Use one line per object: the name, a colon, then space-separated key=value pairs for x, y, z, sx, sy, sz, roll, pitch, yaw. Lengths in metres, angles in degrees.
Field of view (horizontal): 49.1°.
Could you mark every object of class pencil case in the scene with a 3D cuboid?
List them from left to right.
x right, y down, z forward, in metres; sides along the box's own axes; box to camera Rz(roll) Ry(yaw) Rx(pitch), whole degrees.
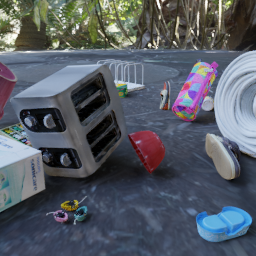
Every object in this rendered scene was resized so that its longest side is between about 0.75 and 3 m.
pencil case: x=2.703 y=-1.525 z=11.215 sx=1.124 sy=1.124 sz=2.544 roll=15 pitch=65 yaw=35

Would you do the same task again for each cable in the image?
cable: x=3.803 y=-0.632 z=7.817 sx=1.031 sy=2.977 sz=2.976 roll=-5 pitch=14 yaw=-30

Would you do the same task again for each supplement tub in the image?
supplement tub: x=3.638 y=-1.130 z=12.768 sx=0.550 sy=0.550 sz=0.757 roll=6 pitch=21 yaw=15

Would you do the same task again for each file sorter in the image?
file sorter: x=-0.485 y=-3.251 z=17.142 sx=2.562 sy=1.595 sz=1.778 roll=18 pitch=27 yaw=40

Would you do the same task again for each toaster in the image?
toaster: x=-1.274 y=-0.270 z=7.128 sx=1.484 sy=2.261 sz=2.501 roll=4 pitch=33 yaw=32

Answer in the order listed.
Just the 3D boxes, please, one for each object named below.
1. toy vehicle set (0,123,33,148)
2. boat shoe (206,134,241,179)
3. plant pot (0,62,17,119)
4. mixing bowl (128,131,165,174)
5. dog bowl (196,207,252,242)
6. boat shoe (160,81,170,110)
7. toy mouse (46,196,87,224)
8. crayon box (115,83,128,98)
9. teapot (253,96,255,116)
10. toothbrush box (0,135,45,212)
toy vehicle set: x=-3.388 y=0.254 z=9.128 sx=1.494 sy=0.198 sz=0.928 roll=22 pitch=32 yaw=32
boat shoe: x=2.633 y=0.664 z=7.488 sx=0.724 sy=0.804 sz=2.234 roll=-4 pitch=14 yaw=3
plant pot: x=-4.988 y=-1.357 z=9.649 sx=2.154 sy=1.928 sz=2.154 roll=42 pitch=11 yaw=-10
mixing bowl: x=0.540 y=0.503 z=7.132 sx=0.627 sy=1.157 sz=1.157 roll=-31 pitch=26 yaw=-6
dog bowl: x=1.755 y=1.777 z=5.157 sx=1.052 sy=0.261 sz=0.586 roll=-7 pitch=21 yaw=-18
boat shoe: x=1.676 y=-1.494 z=12.766 sx=0.412 sy=1.316 sz=0.468 roll=2 pitch=-3 yaw=-5
toy mouse: x=-1.112 y=1.706 z=5.478 sx=0.884 sy=0.171 sz=0.785 roll=-9 pitch=21 yaw=-24
crayon box: x=-1.037 y=-2.084 z=15.377 sx=1.943 sy=0.566 sz=1.154 roll=2 pitch=20 yaw=5
teapot: x=5.114 y=-1.395 z=10.428 sx=2.700 sy=1.998 sz=2.736 roll=-10 pitch=41 yaw=-20
toothbrush box: x=-3.288 y=1.082 z=5.931 sx=1.757 sy=1.024 sz=2.400 roll=14 pitch=24 yaw=33
